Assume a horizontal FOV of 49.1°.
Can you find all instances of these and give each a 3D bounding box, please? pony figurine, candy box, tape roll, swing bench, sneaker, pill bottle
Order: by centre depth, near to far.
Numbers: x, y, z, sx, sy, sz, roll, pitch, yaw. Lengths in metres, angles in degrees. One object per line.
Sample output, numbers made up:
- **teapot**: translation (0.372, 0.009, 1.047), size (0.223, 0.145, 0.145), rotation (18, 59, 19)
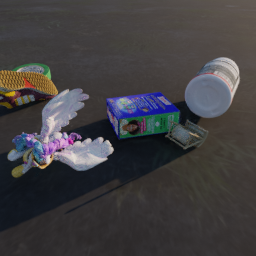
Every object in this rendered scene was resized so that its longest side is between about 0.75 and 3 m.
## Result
- **pony figurine**: translation (-1.678, 0.372, 6.356), size (2.118, 1.827, 2.194), rotation (-37, 13, -32)
- **swing bench**: translation (1.693, 0.171, 8.101), size (0.839, 0.544, 0.834), rotation (-3, 27, -37)
- **candy box**: translation (0.428, -0.445, 8.873), size (1.935, 0.745, 1.636), rotation (-9, 29, -13)
- **pill bottle**: translation (3.052, -1.523, 9.830), size (1.481, 1.481, 2.600), rotation (15, 33, 22)
- **sneaker**: translation (-3.817, -1.300, 10.002), size (2.756, 1.242, 1.033), rotation (-1, 57, -57)
- **tape roll**: translation (-3.987, -2.151, 11.490), size (1.560, 0.375, 1.560), rotation (-1, 38, 1)
